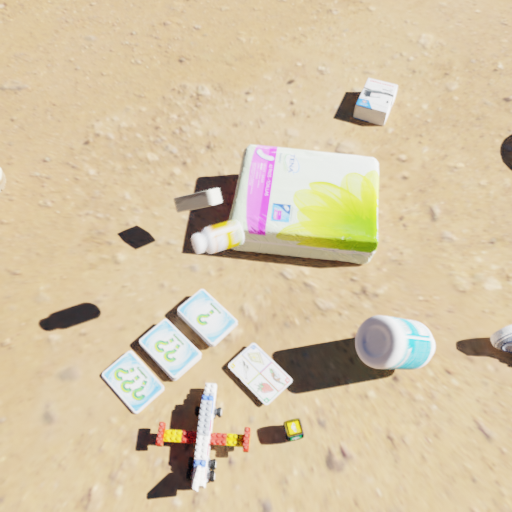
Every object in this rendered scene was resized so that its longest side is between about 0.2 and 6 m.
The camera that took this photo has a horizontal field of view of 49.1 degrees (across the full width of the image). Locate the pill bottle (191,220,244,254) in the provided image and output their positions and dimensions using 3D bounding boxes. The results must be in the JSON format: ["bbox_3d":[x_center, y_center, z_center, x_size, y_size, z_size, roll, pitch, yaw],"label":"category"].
[{"bbox_3d":[-0.582,-0.266,8.408,0.725,0.403,0.403,-17,57,-21],"label":"pill bottle"}]

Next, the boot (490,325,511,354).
[{"bbox_3d":[5.125,1.649,9.647,1.956,0.712,0.884,-3,51,-3],"label":"boot"}]

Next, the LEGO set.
[{"bbox_3d":[-0.782,2.199,9.295,2.414,0.793,3.231,-40,65,-19],"label":"LEGO set"}]

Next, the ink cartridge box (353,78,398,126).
[{"bbox_3d":[2.863,-3.700,13.412,0.767,0.447,1.061,19,58,12],"label":"ink cartridge box"}]

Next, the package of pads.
[{"bbox_3d":[1.006,-1.097,11.345,2.898,0.988,2.239,7,58,4],"label":"package of pads"}]

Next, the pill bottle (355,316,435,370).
[{"bbox_3d":[2.396,1.470,9.344,1.534,0.850,0.850,14,42,-45],"label":"pill bottle"}]

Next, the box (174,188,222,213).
[{"bbox_3d":[-1.097,-1.039,10.508,0.877,0.300,0.360,-8,9,33],"label":"box"}]

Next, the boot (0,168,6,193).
[{"bbox_3d":[-7.070,-1.741,11.343,3.275,1.756,1.229,-17,59,-9],"label":"boot"}]
